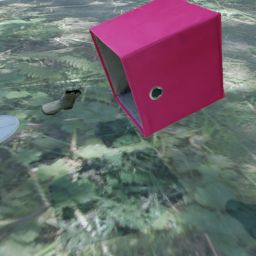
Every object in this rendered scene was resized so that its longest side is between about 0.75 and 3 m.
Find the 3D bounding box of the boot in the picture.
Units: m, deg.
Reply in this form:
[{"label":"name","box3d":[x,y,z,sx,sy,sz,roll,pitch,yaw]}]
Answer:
[{"label":"boot","box3d":[-1.747,-0.734,7.351,1.048,0.685,0.355,-24,71,-47]}]

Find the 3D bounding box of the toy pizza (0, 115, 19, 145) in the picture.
[{"label":"toy pizza","box3d":[-2.986,0.145,6.028,1.328,0.210,1.328,-8,33,5]}]

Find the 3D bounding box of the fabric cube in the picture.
[{"label":"fabric cube","box3d":[0.653,-1.424,6.209,2.059,2.027,2.066,-26,40,-8]}]
